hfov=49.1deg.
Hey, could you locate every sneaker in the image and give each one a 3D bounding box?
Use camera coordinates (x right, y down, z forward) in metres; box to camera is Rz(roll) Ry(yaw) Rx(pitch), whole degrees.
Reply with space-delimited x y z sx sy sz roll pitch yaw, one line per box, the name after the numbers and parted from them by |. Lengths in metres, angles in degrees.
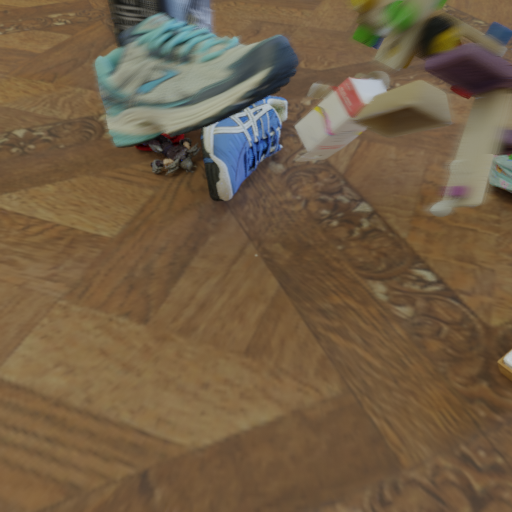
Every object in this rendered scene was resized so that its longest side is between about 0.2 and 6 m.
-0.216 -2.358 11.016 1.367 1.344 3.550 3 44 9 | sneaker
-1.041 -2.348 7.125 3.450 1.489 1.339 -2 26 44 | sneaker

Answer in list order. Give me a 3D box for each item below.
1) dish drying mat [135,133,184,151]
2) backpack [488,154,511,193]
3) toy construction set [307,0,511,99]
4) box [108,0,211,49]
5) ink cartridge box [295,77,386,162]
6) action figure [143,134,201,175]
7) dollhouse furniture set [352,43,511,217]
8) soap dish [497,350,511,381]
-2.331 -3.257 12.804 1.093 0.259 2.847 -10 44 -9 | dish drying mat
5.507 -1.673 10.071 2.477 1.568 2.067 32 31 31 | backpack
1.928 -3.198 8.297 2.288 2.977 2.483 -12 71 -48 | toy construction set
-1.711 -4.975 10.293 1.032 4.148 3.271 7 51 5 | box
1.293 -2.147 9.011 0.920 1.580 0.533 -13 73 -46 | ink cartridge box
-1.863 -2.208 11.384 1.675 0.581 1.090 39 51 12 | action figure
2.218 -1.115 6.738 1.816 1.627 2.292 18 -3 -23 | dollhouse furniture set
3.764 1.483 7.571 0.835 0.339 0.657 -27 49 -27 | soap dish
